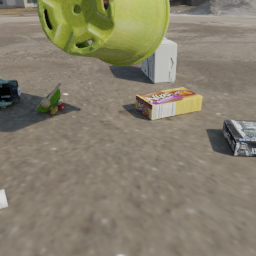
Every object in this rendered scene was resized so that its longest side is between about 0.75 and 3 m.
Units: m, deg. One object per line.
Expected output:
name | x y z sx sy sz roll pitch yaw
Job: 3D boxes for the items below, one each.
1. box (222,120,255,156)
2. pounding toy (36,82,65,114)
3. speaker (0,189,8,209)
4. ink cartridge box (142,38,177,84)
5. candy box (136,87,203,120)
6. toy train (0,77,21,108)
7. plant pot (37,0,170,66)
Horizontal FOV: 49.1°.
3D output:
box | 3.461 0.247 7.259 1.691 0.421 1.333 2 26 5
pounding toy | -2.393 -0.795 9.103 0.996 0.599 1.290 -51 10 -21
speaker | -2.636 1.389 5.063 0.852 0.346 0.346 -13 29 -26
ink cartridge box | 1.339 -3.150 12.665 0.974 1.719 2.345 -6 26 -10
candy box | 1.350 -0.853 9.356 1.933 0.546 1.128 -10 28 -23
toy train | -4.911 -1.180 9.624 2.461 1.049 1.403 -7 15 -9
plant pot | -0.590 -2.589 6.291 2.626 2.626 2.414 9 21 18
